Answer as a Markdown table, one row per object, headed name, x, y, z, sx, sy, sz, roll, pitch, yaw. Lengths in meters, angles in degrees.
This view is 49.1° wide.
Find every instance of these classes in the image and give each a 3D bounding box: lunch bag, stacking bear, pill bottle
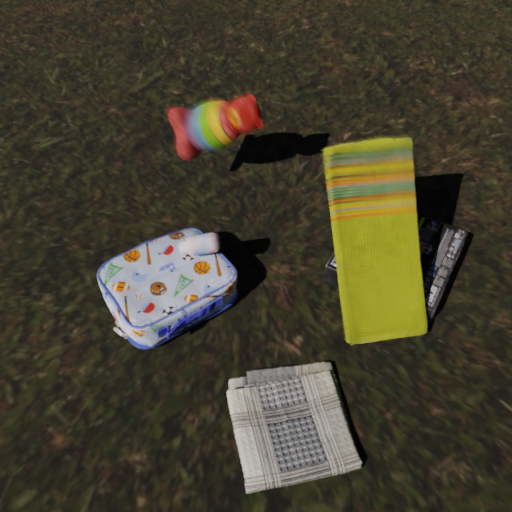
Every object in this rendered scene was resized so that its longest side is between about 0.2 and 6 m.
| name | x | y | z | sx | sy | sz | roll | pitch | yaw |
| --- | --- | --- | --- | --- | --- | --- | --- | --- | --- |
| lunch bag | -1.673 | 0.622 | 10.651 | 2.471 | 0.934 | 1.980 | -28 | 57 | -23 |
| stacking bear | -0.738 | -2.798 | 11.789 | 1.850 | 1.123 | 1.052 | -9 | 9 | 32 |
| pill bottle | -1.068 | -0.199 | 10.442 | 0.678 | 0.369 | 0.369 | -10 | 49 | 9 |

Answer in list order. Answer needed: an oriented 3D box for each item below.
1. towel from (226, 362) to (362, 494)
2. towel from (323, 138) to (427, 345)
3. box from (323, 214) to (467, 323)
| name | x | y | z | sx | sy | sz | roll | pitch | yaw |
| --- | --- | --- | --- | --- | --- | --- | --- | --- | --- |
| towel | 0.571 | 2.702 | 9.230 | 1.939 | 0.348 | 2.014 | -9 | 49 | -7 |
| towel | 2.165 | -0.239 | 9.971 | 1.548 | 3.597 | 0.325 | -8 | 8 | 1 |
| box | 2.864 | -0.003 | 11.429 | 2.240 | 0.551 | 2.319 | 21 | 53 | 19 |
